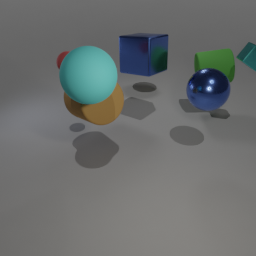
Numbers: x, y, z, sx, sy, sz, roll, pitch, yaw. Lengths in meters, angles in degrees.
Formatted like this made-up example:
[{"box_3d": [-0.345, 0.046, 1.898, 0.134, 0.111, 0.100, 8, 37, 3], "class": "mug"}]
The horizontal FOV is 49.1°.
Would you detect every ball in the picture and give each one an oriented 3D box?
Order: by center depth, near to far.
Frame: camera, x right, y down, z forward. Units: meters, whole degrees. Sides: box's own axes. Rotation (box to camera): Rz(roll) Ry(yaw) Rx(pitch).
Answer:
[{"box_3d": [-0.962, -1.281, 6.849, 1.400, 1.400, 1.400, 0, 30, 0], "class": "ball"}, {"box_3d": [-1.930, -2.094, 8.959, 0.700, 0.700, 0.700, 0, 30, 0], "class": "ball"}, {"box_3d": [2.624, -1.257, 9.193, 1.400, 1.400, 1.400, 0, 30, 0], "class": "ball"}]

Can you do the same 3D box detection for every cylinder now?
[{"box_3d": [-1.059, -0.887, 8.527, 1.400, 1.400, 1.400, -19, 21, -29], "class": "cylinder"}, {"box_3d": [3.616, -2.556, 11.836, 1.400, 1.400, 1.400, -6, 30, 6], "class": "cylinder"}]

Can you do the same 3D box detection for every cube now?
[{"box_3d": [4.577, -2.624, 10.291, 0.700, 0.700, 0.700, 30, 23, -14], "class": "cube"}, {"box_3d": [0.620, -2.888, 10.895, 1.400, 1.400, 1.400, 15, 28, 33], "class": "cube"}]
